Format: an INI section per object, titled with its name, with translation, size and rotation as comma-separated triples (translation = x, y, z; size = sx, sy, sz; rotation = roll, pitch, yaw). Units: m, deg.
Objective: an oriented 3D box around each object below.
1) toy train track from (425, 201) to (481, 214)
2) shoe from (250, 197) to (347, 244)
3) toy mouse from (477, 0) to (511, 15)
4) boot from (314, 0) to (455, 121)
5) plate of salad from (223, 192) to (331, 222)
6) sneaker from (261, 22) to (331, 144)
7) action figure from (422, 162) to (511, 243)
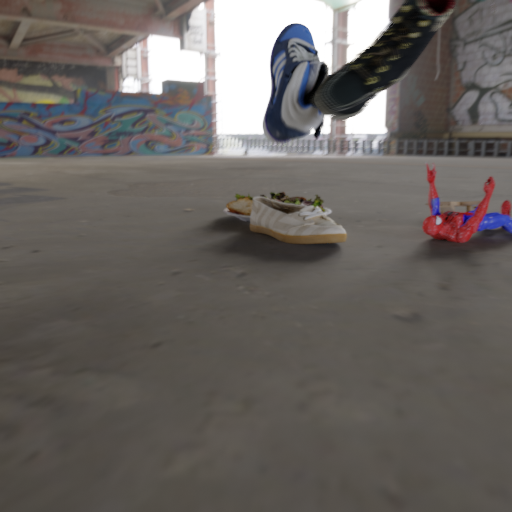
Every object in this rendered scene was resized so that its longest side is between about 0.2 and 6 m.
[toy train track]
translation = 4.921, -1.076, 13.237
size = 1.361, 0.386, 2.373
rotation = 1, 5, 41
[shoe]
translation = 0.682, -0.669, 10.507
size = 0.887, 0.678, 2.538
rotation = -9, 15, -36
[toy mouse]
translation = 3.784, -4.159, 8.611
size = 1.585, 0.307, 1.408
rotation = 27, -17, 14
[boot]
translation = 2.151, -3.459, 9.485
size = 2.480, 0.895, 1.873
rotation = -37, -8, -27
[plate of salad]
translation = 0.488, -1.158, 12.928
size = 2.494, 0.599, 2.494
rotation = 0, 12, 0
[sneaker]
translation = 1.058, -3.758, 11.340
size = 1.153, 2.863, 2.096
rotation = 16, -11, -22
[action figure]
translation = 4.224, -1.068, 10.670
size = 3.090, 1.530, 1.008
rotation = -12, 16, -35
